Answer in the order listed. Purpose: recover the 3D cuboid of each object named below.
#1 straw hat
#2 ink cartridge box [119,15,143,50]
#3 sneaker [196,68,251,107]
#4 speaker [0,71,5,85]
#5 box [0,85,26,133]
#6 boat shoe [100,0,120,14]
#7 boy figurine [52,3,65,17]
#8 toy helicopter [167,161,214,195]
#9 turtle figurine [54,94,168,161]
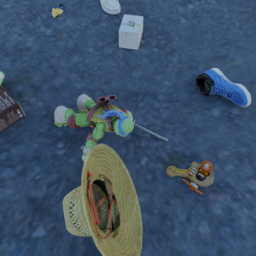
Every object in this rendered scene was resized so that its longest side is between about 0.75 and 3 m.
[{"bbox_3d":[-0.794,1.834,6.396,1.247,2.947,2.947,-20,56,16],"label":"straw hat"},{"bbox_3d":[0.123,-3.759,11.000,0.793,0.797,1.097,10,57,6],"label":"ink cartridge box"},{"bbox_3d":[3.073,-1.246,9.372,1.072,0.740,1.928,-23,56,-21],"label":"sneaker"},{"bbox_3d":[-4.650,-1.566,9.814,0.406,0.406,0.918,4,57,3],"label":"speaker"},{"bbox_3d":[-4.517,-0.279,8.736,2.196,0.823,1.100,-41,66,-21],"label":"box"},{"bbox_3d":[-0.873,-5.921,12.367,0.759,0.876,2.054,-16,58,-10],"label":"boat shoe"},{"bbox_3d":[-3.095,-5.129,12.230,0.497,0.257,0.799,21,57,10],"label":"boy figurine"},{"bbox_3d":[1.742,1.365,7.935,1.321,0.521,0.873,6,66,16],"label":"toy helicopter"},{"bbox_3d":[-0.763,0.153,8.284,2.668,2.752,1.980,25,79,39],"label":"turtle figurine"}]
